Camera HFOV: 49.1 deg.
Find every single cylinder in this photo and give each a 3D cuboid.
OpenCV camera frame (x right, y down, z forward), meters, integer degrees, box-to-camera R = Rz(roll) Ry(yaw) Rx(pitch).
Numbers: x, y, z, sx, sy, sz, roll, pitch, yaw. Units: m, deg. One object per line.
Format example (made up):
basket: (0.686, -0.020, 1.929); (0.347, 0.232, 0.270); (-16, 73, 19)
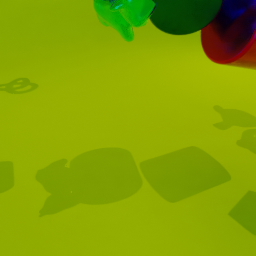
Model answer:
cylinder: (0.879, -2.401, 4.638); (1.208, 1.208, 1.208); (0, 57, 0)
cylinder: (2.161, -1.686, 4.892); (1.265, 1.265, 1.265); (0, 28, -29)

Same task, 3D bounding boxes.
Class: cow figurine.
cow figurine: (-0.116, -1.931, 4.385); (1.284, 1.263, 0.705); (38, 88, 23)
